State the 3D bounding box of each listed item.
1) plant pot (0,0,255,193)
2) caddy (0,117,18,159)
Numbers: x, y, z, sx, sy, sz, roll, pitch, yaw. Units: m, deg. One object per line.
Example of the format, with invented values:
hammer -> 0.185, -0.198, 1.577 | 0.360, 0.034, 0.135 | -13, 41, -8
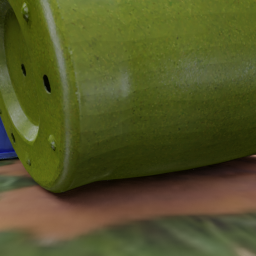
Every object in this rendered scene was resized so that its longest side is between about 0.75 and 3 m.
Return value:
plant pot -> 0.218, -0.722, 2.647 | 2.673, 2.776, 2.776 | -17, 14, -32
caddy -> -2.188, -0.368, 3.631 | 2.827, 1.484, 1.998 | -3, 31, -28
